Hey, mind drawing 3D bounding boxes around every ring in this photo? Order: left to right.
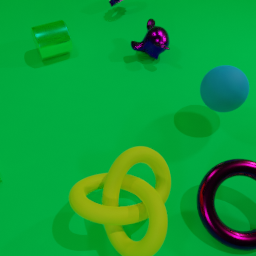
[{"bbox_3d":[2.203,1.455,5.419,1.727,0.345,1.727,-1,79,4],"label":"ring"}]

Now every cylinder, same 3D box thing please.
[{"bbox_3d":[-2.357,-2.728,8.674,0.999,0.999,0.999,-21,55,-17],"label":"cylinder"}]

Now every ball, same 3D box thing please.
[{"bbox_3d":[2.279,-0.923,6.652,1.107,1.107,1.107,0,52,0],"label":"ball"}]

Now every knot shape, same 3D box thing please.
[{"bbox_3d":[-0.163,1.263,5.082,1.810,0.894,1.934,6,60,9],"label":"knot shape"}]

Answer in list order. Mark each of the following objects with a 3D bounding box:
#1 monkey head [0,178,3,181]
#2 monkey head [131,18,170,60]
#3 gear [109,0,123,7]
[{"bbox_3d":[-3.352,0.797,6.122,1.244,0.895,0.750,14,77,-24],"label":"monkey head"},{"bbox_3d":[0.698,-2.681,8.564,1.090,0.913,1.515,2,51,-27],"label":"monkey head"},{"bbox_3d":[-0.198,-4.757,10.113,1.059,0.196,1.059,-29,18,11],"label":"gear"}]
